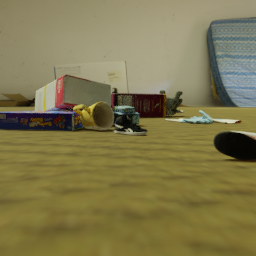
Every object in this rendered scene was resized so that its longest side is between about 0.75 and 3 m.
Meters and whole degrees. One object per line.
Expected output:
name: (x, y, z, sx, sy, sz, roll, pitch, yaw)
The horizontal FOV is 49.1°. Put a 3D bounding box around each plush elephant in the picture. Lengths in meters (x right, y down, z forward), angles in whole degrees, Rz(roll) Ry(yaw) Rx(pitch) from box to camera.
plush elephant: (2.354, -1.197, 15.163, 1.275, 1.548, 1.199, -1, -17, 16)

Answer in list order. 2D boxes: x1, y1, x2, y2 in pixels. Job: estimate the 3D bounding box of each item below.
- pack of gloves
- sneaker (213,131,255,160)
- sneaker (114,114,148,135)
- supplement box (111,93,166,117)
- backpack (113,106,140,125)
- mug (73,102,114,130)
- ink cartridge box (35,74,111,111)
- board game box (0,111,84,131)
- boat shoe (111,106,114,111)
pack of gloves: (2.813, -0.446, 10.755, 1.876, 0.441, 2.233, -1, 5, -24)
sneaker: (1.711, 0.229, 3.879, 1.091, 0.364, 0.585, 4, 5, 9)
sneaker: (0.053, -0.089, 6.572, 0.863, 0.483, 0.315, 3, 6, 28)
supplement box: (0.406, -1.168, 14.348, 2.761, 1.183, 1.524, -2, 6, -16)
backpack: (-0.059, -0.389, 9.036, 0.867, 0.637, 0.793, 1, 7, -32)
mug: (-0.968, -0.369, 7.735, 0.787, 0.958, 0.768, -6, 31, 45)
ink cartridge box: (-1.971, -0.932, 9.701, 1.755, 1.009, 2.418, 6, -10, -38)
board game box: (-2.403, -0.240, 8.206, 2.127, 0.476, 1.430, 1, 5, 10)
boat shoe: (-1.127, -0.847, 12.901, 2.265, 0.820, 0.818, 0, 5, 4)
